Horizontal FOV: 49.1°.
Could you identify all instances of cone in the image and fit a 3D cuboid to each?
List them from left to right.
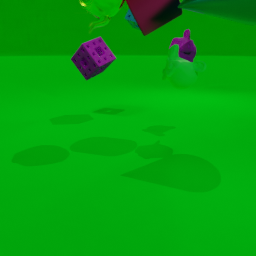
[{"bbox_3d":[1.744,-2.667,5.626,1.661,1.655,1.655,-21,20,-9],"label":"cone"}]

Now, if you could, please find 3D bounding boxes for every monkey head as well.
[{"bbox_3d":[1.274,-1.432,6.661,0.814,0.971,1.350,11,-10,-15],"label":"monkey head"},{"bbox_3d":[1.758,-2.310,8.305,0.808,1.342,0.965,-10,3,-34],"label":"monkey head"}]

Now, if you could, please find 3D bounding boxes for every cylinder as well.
[{"bbox_3d":[0.640,-3.123,7.119,1.125,1.125,1.125,-27,12,12],"label":"cylinder"}]

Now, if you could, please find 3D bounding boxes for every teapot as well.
[{"bbox_3d":[-0.675,-3.155,6.484,1.005,2.052,1.276,-3,2,-39],"label":"teapot"}]

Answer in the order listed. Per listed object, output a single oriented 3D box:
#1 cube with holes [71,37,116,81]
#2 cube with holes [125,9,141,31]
[{"bbox_3d":[-1.179,-2.355,9.535,0.913,0.913,0.913,-39,4,-42],"label":"cube with holes"},{"bbox_3d":[0.547,-4.324,10.843,0.836,0.836,0.836,28,5,23],"label":"cube with holes"}]
